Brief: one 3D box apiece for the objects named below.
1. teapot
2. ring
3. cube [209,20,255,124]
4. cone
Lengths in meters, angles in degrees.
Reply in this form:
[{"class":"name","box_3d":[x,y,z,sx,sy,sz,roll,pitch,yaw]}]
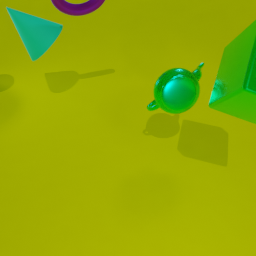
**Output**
[{"class":"teapot","box_3d":[1.170,-0.957,6.692,1.760,1.094,0.862,-37,20,10]},{"class":"ring","box_3d":[-1.230,-3.468,7.117,1.528,1.528,0.306,-13,71,-13]},{"class":"cube","box_3d":[2.327,-0.848,4.694,1.275,1.275,1.275,19,80,-4]},{"class":"cone","box_3d":[-2.883,-2.935,8.063,1.404,1.410,1.404,-31,37,27]}]
